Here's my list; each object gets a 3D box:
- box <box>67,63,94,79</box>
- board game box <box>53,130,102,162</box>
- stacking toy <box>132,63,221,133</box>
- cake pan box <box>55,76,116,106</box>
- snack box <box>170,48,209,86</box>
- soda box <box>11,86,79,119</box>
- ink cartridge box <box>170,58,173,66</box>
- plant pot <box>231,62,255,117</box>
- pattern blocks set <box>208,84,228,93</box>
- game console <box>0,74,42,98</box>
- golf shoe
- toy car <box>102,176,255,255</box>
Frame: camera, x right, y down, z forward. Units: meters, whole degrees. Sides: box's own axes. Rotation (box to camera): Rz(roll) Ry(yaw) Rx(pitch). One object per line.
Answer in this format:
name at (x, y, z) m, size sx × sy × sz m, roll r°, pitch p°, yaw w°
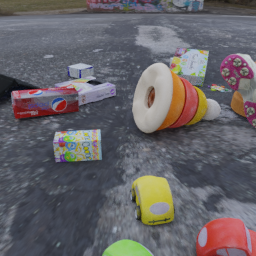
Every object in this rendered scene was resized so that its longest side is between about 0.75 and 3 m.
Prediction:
box at (-2.237, -2.695, 13.260) m, size 0.917 × 0.481 × 0.843 m, roll 19°, pitch 32°, yaw 34°
board game box at (-1.229, 0.437, 6.968) m, size 1.118 × 0.576 × 0.586 m, roll -3°, pitch 27°, yaw -6°
stacking toy at (1.689, -0.683, 8.391) m, size 2.739 × 2.002 × 2.002 m, roll 9°, pitch 22°, yaw -23°
cake pan box at (-1.634, -1.488, 10.906) m, size 1.842 × 0.482 × 1.697 m, roll -20°, pitch 35°, yaw -36°
snack box at (2.751, -2.808, 12.655) m, size 1.533 × 0.571 × 2.156 m, roll 11°, pitch 47°, yaw 12°
soda box at (-2.690, -0.864, 9.206) m, size 2.062 × 0.722 × 0.654 m, roll -8°, pitch 33°, yaw -24°
ink cartridge box at (2.490, -3.111, 13.934) m, size 0.615 × 0.612 × 0.847 m, roll -4°, pitch 29°, yaw -6°
plant pot at (4.696, -1.300, 9.344) m, size 2.190 × 1.533 × 2.190 m, roll 0°, pitch 27°, yaw 0°
pattern blocks set at (3.739, -1.665, 11.688) m, size 0.740 × 0.068 × 0.842 m, roll -24°, pitch 36°, yaw -39°
game console at (-4.974, -1.461, 11.105) m, size 2.425 × 1.411 × 2.133 m, roll 21°, pitch 64°, yaw 36°
golf shoe at (3.736, -1.046, 8.046) m, size 1.196 × 2.613 × 0.984 m, roll -31°, pitch 2°, yaw -44°
toy car at (0.471, 1.747, 4.306) m, size 2.665 × 0.632 × 2.832 m, roll -24°, pitch 35°, yaw -39°
